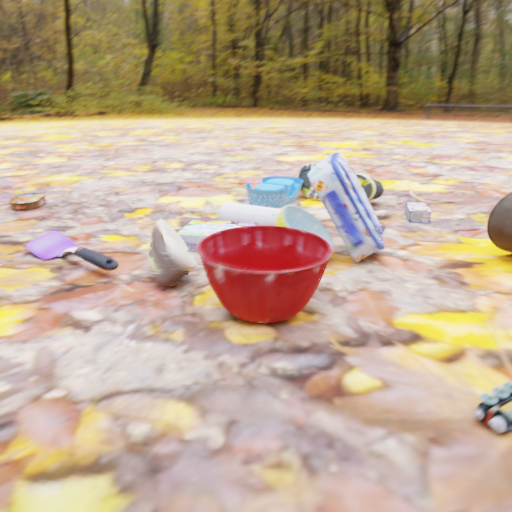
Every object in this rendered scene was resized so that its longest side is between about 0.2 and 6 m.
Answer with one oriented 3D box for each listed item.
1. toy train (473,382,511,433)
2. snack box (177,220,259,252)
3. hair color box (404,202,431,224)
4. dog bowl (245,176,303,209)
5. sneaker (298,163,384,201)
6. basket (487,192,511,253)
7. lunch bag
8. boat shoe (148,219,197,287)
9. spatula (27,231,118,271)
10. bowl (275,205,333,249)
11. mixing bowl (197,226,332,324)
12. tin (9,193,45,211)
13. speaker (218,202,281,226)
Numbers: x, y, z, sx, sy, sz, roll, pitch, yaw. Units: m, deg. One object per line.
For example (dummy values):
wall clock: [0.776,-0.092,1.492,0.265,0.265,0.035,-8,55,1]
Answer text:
toy train: [2.686,1.624,5.964,0.786,0.335,0.448,-12,31,-33]
snack box: [-0.811,-0.421,12.093,1.558,0.413,1.108,3,21,12]
hair color box: [4.176,-1.130,14.511,0.545,0.330,1.089,3,18,8]
dog bowl: [0.540,-1.869,16.386,1.261,0.561,2.263,10,21,23]
sneaker: [2.472,-2.031,16.582,2.842,1.058,1.202,23,15,42]
basket: [5.811,-0.368,10.548,1.863,1.405,2.066,-1,21,-19]
lunch bag: [1.861,-0.965,11.277,0.818,2.166,1.736,-29,10,16]
boat shoe: [-1.684,-0.071,10.489,0.673,0.813,2.262,-45,25,2]
spatula: [-3.559,-0.059,10.935,2.816,0.289,0.796,12,34,42]
bowl: [0.818,-0.316,11.111,1.285,0.691,1.285,29,32,-21]
mixing bowl: [0.127,0.342,8.576,2.010,1.089,2.010,0,22,0]
tin: [-6.469,-1.536,15.895,0.794,0.297,1.418,-5,18,-3]
speaker: [-0.051,-0.839,13.056,1.657,0.673,0.673,10,20,29]
